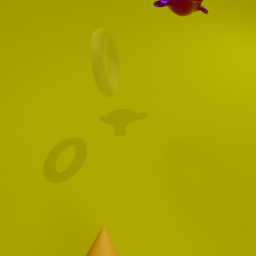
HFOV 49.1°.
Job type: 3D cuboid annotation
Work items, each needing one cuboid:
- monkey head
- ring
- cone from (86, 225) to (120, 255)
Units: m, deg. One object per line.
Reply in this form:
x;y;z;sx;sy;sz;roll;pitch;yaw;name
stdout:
1.433;-3.113;6.849;1.495;0.901;1.076;3;50;-12;monkey head
-0.474;-1.443;6.340;0.310;1.551;1.551;-5;48;13;ring
-0.367;1.889;4.110;0.981;0.985;0.981;2;8;0;cone
